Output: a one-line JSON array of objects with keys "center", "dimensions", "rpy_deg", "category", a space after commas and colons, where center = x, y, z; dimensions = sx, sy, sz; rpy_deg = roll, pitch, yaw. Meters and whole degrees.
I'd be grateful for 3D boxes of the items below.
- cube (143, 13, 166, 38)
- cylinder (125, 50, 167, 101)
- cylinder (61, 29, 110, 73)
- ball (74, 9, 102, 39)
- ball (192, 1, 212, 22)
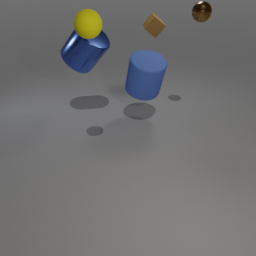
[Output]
[{"center": [1.177, -4.639, 12.651], "dimensions": [0.700, 0.700, 0.700], "rpy_deg": [32, 25, -25], "category": "cube"}, {"center": [0.664, -2.017, 10.759], "dimensions": [1.400, 1.400, 1.400], "rpy_deg": [6, 47, -6], "category": "cylinder"}, {"center": [-1.635, -3.064, 10.695], "dimensions": [1.400, 1.400, 1.400], "rpy_deg": [26, 43, -27], "category": "cylinder"}, {"center": [-0.993, -2.577, 6.947], "dimensions": [0.700, 0.700, 0.700], "rpy_deg": [0, 29, 0], "category": "ball"}, {"center": [2.619, -4.125, 9.951], "dimensions": [0.700, 0.700, 0.700], "rpy_deg": [0, 29, 0], "category": "ball"}]
